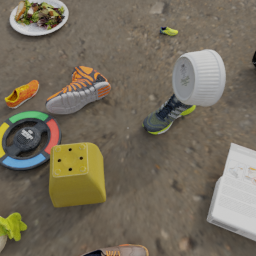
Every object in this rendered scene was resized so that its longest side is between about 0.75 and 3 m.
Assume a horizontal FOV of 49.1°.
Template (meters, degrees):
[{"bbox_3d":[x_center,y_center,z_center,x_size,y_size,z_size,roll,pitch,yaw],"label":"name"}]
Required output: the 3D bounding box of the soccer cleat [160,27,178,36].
[{"bbox_3d":[1.665,-3.967,11.423,0.751,0.314,0.243,8,59,5],"label":"soccer cleat"}]

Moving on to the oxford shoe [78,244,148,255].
[{"bbox_3d":[-0.392,3.232,6.853,1.841,0.671,0.656,-10,59,-6],"label":"oxford shoe"}]

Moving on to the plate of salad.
[{"bbox_3d":[-3.759,-4.833,11.790,2.460,0.591,2.460,0,58,0],"label":"plate of salad"}]

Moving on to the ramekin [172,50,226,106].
[{"bbox_3d":[1.934,-1.407,8.050,0.855,1.629,1.629,-5,58,-18],"label":"ramekin"}]

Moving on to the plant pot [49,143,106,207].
[{"bbox_3d":[-1.435,1.147,7.623,1.482,1.526,1.492,-6,58,-3],"label":"plant pot"}]

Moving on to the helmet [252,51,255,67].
[{"bbox_3d":[5.302,-2.500,9.908,1.323,1.388,1.388,24,60,-5],"label":"helmet"}]

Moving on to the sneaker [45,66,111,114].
[{"bbox_3d":[-1.860,-1.337,9.611,2.305,0.894,1.292,-23,57,-25],"label":"sneaker"}]

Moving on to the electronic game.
[{"bbox_3d":[-3.144,0.343,8.737,2.124,0.442,2.124,0,58,0],"label":"electronic game"}]

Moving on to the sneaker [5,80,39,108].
[{"bbox_3d":[-3.604,-1.222,9.651,0.492,0.520,1.347,30,62,18],"label":"sneaker"}]

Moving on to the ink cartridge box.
[{"bbox_3d":[3.779,1.922,7.687,2.647,0.592,2.332,20,62,11],"label":"ink cartridge box"}]

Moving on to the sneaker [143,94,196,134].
[{"bbox_3d":[1.364,-0.636,9.055,2.230,0.902,0.824,-37,65,-20],"label":"sneaker"}]

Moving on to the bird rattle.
[{"bbox_3d":[-3.571,2.605,7.198,1.612,0.908,1.314,16,76,13],"label":"bird rattle"}]
